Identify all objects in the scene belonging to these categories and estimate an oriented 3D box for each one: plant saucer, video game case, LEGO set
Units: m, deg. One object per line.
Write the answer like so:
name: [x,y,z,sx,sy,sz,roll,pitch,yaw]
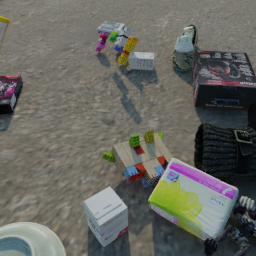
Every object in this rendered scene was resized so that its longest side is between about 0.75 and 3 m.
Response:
plant saucer: [-2.260,2.667,5.247,2.165,0.543,2.165,0,43,0]
video game case: [-0.843,-5.019,13.956,1.109,0.130,1.009,12,44,13]
LEGO set: [-0.413,-3.197,11.301,1.025,1.103,2.687,20,3,-29]

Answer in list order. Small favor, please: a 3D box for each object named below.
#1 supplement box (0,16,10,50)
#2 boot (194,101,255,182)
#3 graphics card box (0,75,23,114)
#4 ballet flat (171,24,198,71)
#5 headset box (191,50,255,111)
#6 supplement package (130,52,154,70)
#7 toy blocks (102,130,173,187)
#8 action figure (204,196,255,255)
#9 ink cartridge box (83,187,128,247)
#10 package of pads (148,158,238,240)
supplement box: [-3.617,-2.069,6.061,1.290,1.282,2.355,20,12,-16]
boot: [2.963,0.160,7.510,2.312,1.163,3.092,6,43,7]
graphics card box: [-4.319,-1.156,9.494,1.112,0.451,1.773,-2,43,-3]
ballet flat: [2.388,-3.523,11.598,0.986,1.095,2.908,9,43,16]
headset box: [3.231,-1.619,9.605,1.911,0.965,2.571,4,43,4]
supplement package: [0.560,-2.650,11.082,0.920,0.504,0.523,5,43,6]
toy blocks: [0.430,0.877,7.068,1.802,0.901,1.232,-14,58,-30]
action figure: [2.447,2.024,5.595,1.930,0.985,1.147,-28,66,-31]
ink cartridge box: [-0.446,1.846,5.849,0.672,0.925,0.669,-26,48,-26]
package of pads: [1.412,1.587,6.184,1.655,0.565,1.279,24,64,22]
